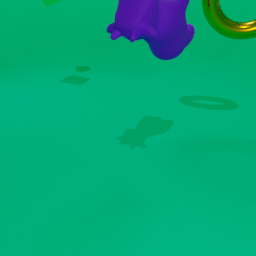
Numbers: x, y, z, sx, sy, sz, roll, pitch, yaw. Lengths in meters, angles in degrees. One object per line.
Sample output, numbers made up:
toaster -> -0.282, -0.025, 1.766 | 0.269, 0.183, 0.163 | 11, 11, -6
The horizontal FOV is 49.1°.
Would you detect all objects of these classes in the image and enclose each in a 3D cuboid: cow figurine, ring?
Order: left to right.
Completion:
cow figurine -> 0.425, -1.557, 4.398 | 0.861, 1.569, 1.544 | 18, 64, 32
ring -> 2.379, -2.663, 5.587 | 1.767, 1.767, 0.353 | 6, 33, 10

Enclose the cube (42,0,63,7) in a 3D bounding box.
cube -> -1.956, -3.735, 7.270 | 0.708, 0.708, 0.708 | 2, 54, 39
